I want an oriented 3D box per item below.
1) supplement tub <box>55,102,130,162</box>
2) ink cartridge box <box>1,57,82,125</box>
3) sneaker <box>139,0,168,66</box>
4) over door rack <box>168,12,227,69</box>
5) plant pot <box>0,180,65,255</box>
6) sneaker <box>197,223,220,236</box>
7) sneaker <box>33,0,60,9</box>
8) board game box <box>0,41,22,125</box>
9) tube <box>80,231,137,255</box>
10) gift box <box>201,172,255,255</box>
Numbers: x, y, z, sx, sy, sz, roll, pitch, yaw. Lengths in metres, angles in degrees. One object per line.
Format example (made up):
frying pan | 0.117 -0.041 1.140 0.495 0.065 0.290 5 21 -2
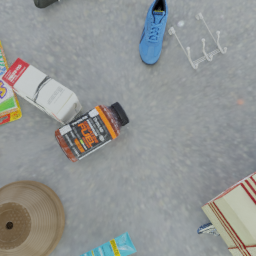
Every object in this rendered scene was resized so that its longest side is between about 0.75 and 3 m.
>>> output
supplement tub | -1.013 0.039 8.278 2.090 1.118 1.118 -32 78 -6
ink cartridge box | -2.490 -1.014 8.366 1.970 1.422 0.825 32 79 7
sneaker | 0.846 -3.231 9.192 0.761 0.905 2.307 12 78 1
over door rack | 2.305 -2.963 9.288 1.274 0.574 1.724 -29 78 -7
plant pot | -3.030 2.629 7.666 2.395 1.105 2.395 0 78 0
sneaker | 2.445 2.912 7.986 0.932 0.359 0.397 -16 81 -3
sneaker | -1.900 -4.859 9.549 1.527 0.992 2.644 35 78 6
board game box | -4.479 -1.453 9.034 1.390 0.436 2.909 -20 80 -4
tube | -0.714 3.495 7.675 1.817 0.458 0.704 -21 40 -11
gift box | 3.333 2.347 7.404 1.839 1.993 1.861 -29 70 -14
